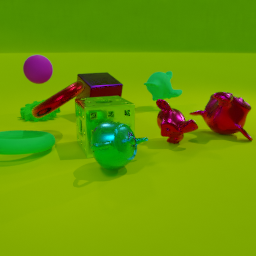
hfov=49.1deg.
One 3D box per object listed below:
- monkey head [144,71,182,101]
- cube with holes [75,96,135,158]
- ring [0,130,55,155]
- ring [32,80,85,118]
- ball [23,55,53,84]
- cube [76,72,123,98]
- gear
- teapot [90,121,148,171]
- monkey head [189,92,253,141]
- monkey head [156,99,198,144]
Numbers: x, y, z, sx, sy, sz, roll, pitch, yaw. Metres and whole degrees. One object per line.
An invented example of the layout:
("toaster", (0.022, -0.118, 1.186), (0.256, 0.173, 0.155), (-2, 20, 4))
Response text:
("monkey head", (1.419, -1.672, 11.014), (1.330, 1.114, 1.849), (1, 23, 40))
("cube with holes", (-0.599, -0.088, 6.987), (1.187, 1.187, 1.187), (-6, 18, -20))
("ring", (-2.638, 0.322, 6.761), (1.717, 0.343, 1.717), (1, 7, 0))
("ring", (-1.870, -0.786, 7.582), (1.619, 0.324, 1.619), (-30, 14, 8))
("ball", (-2.510, -1.633, 7.823), (0.797, 0.797, 0.797), (0, 17, 0))
("cube", (-1.066, -1.194, 10.110), (1.242, 1.242, 1.242), (-10, 35, -30))
("gear", (-3.125, -0.641, 10.005), (1.355, 0.251, 1.355), (-3, 28, 2))
("teapot", (-0.185, 0.327, 5.713), (0.809, 1.028, 1.653), (-16, -7, 33))
("monkey head", (2.644, -0.409, 7.830), (1.951, 1.176, 1.404), (27, 11, 32))
("monkey head", (1.282, -0.152, 7.252), (1.042, 1.448, 0.873), (-21, 42, 31))
